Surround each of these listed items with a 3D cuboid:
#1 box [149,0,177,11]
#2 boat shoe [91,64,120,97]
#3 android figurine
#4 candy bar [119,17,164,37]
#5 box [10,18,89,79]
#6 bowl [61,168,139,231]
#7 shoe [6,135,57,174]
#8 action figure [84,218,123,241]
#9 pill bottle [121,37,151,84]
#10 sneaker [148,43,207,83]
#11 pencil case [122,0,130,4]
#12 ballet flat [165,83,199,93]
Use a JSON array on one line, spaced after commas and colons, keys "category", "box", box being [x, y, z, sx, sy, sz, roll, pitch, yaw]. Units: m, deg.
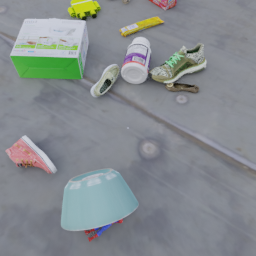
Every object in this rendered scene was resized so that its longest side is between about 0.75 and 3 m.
[{"category": "box", "box": [1.455, -6.026, 12.556, 0.714, 0.745, 1.495, -35, 62, -21]}, {"category": "boat shoe", "box": [-0.670, -1.602, 9.562, 0.470, 0.545, 1.515, 5, 54, 45]}, {"category": "android figurine", "box": [-1.946, -5.287, 12.313, 1.391, 0.314, 1.528, -21, 59, -14]}, {"category": "candy bar", "box": [0.564, -4.249, 11.652, 2.008, 0.222, 0.501, -25, 59, -16]}, {"category": "box", "box": [-2.738, -2.908, 10.175, 2.317, 1.120, 2.045, 1, 55, 1]}, {"category": "bowl", "box": [-0.760, 1.551, 6.552, 1.845, 1.845, 0.965, -15, 92, -10]}, {"category": "shoe", "box": [-2.749, 0.920, 7.909, 1.651, 0.590, 0.751, 36, 64, 28]}, {"category": "action figure", "box": [-0.536, 2.304, 6.946, 1.135, 0.562, 0.370, -25, 46, -20]}, {"category": "pill bottle", "box": [0.345, -2.456, 9.994, 0.918, 0.918, 1.648, 9, 56, 6]}, {"category": "sneaker", "box": [1.729, -2.367, 9.789, 2.355, 1.044, 0.906, -24, 46, -18]}, {"category": "pencil case", "box": [-0.155, -6.094, 12.803, 0.369, 0.424, 0.948, -7, 57, -5]}, {"category": "ballet flat", "box": [1.877, -1.425, 9.677, 1.177, 0.273, 0.396, 8, 56, 6]}]
